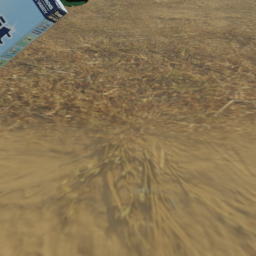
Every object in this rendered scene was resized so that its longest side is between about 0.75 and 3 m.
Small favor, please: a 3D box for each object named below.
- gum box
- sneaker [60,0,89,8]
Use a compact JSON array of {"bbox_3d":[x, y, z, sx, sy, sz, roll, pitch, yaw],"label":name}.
[{"bbox_3d":[-2.384,-2.137,4.847,2.051,1.743,0.457,-34,3,13],"label":"gum box"},{"bbox_3d":[-2.338,-4.024,7.749,2.552,1.117,0.950,1,6,2],"label":"sneaker"}]
